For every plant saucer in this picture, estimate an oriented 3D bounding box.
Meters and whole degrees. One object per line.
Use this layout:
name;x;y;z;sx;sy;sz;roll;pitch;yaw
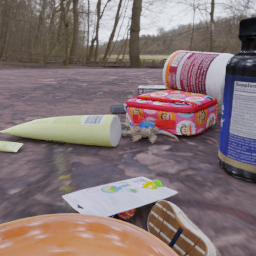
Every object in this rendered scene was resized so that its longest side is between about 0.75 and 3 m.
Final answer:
plant saucer;-0.614;1.367;1.864;2.329;0.436;2.329;0;14;0

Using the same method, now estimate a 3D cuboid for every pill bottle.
pill bottle;2.359;-0.487;4.739;1.441;2.576;1.441;0;14;0
pill bottle;2.693;-1.677;9.276;1.614;1.614;2.946;-11;22;-36

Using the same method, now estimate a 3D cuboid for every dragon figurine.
dragon figurine;0.475;0.063;6.896;1.524;0.448;0.758;0;15;5

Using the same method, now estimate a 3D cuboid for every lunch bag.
lunch bag;1.109;-0.420;7.947;2.386;0.978;2.102;11;22;40

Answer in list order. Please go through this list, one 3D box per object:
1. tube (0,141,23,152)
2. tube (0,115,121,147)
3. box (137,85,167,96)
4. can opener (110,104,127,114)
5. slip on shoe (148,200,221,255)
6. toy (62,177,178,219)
tube;-2.822;0.400;6.104;0.952;0.276;0.247;3;-23;2
tube;-1.578;0.031;6.742;2.827;0.734;0.820;2;-29;18
box;1.914;-1.870;14.347;2.788;0.484;1.534;2;15;8
can opener;0.217;-0.868;10.254;1.743;0.583;0.465;-3;15;-13
slip on shoe;0.579;1.145;2.941;0.360;0.452;1.188;37;-8;-20
toy;-0.082;0.972;3.652;1.324;0.312;0.762;-10;15;-35
